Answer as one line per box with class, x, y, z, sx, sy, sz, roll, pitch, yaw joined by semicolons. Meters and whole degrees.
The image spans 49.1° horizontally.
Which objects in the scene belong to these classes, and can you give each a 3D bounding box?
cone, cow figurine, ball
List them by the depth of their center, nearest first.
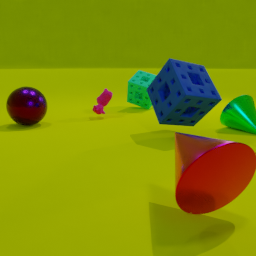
cone;0.870;0.345;3.694;1.084;1.084;1.088;-5;33;-20
cone;3.470;-0.150;8.015;1.164;1.164;1.168;-6;41;-22
ball;-3.173;-0.687;8.823;1.230;1.230;1.230;0;13;0
cow figurine;-0.897;-0.930;10.050;0.509;0.927;0.912;34;17;-18

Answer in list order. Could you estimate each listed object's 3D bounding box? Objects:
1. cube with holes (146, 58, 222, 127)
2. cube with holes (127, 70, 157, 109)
cube with holes;1.443;-0.898;7.466;1.205;1.205;1.205;3;54;-30
cube with holes;0.677;-1.639;11.927;1.055;1.055;1.055;21;45;18
